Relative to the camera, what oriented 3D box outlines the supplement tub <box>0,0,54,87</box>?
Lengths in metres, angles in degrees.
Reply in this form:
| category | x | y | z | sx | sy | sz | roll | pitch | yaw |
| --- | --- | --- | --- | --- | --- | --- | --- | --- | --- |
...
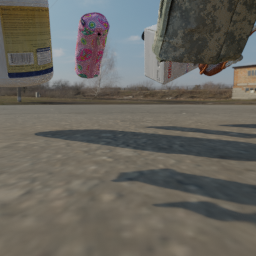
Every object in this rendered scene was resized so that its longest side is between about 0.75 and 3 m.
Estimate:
| category | x | y | z | sx | sy | sz | roll | pitch | yaw |
| --- | --- | --- | --- | --- | --- | --- | --- | --- | --- |
| supplement tub | -3.244 | -2.768 | 7.845 | 2.106 | 2.916 | 2.106 | 2 | 21 | -1 |

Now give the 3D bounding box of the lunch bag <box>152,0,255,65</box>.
| category | x | y | z | sx | sy | sz | roll | pitch | yaw |
| --- | --- | --- | --- | --- | --- | --- | --- | --- | --- |
| lunch bag | 1.583 | -2.617 | 6.058 | 1.985 | 2.366 | 1.649 | -16 | 48 | -25 |

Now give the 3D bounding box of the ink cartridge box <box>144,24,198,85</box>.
| category | x | y | z | sx | sy | sz | roll | pitch | yaw |
| --- | --- | --- | --- | --- | --- | --- | --- | --- | --- |
| ink cartridge box | 1.869 | -3.035 | 10.513 | 2.613 | 1.892 | 1.097 | -30 | 45 | -31 |

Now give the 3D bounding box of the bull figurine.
| category | x | y | z | sx | sy | sz | roll | pitch | yaw |
| --- | --- | --- | --- | --- | --- | --- | --- | --- | --- |
| bull figurine | 3.225 | -2.769 | 8.706 | 0.920 | 2.824 | 1.715 | 36 | -16 | -9 |

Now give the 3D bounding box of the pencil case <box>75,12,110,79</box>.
| category | x | y | z | sx | sy | sz | roll | pitch | yaw |
| --- | --- | --- | --- | --- | --- | --- | --- | --- | --- |
| pencil case | -1.233 | -2.665 | 9.324 | 0.991 | 0.991 | 2.266 | -2 | -33 | -19 |

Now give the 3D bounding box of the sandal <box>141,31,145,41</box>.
| category | x | y | z | sx | sy | sz | roll | pitch | yaw |
| --- | --- | --- | --- | --- | --- | --- | --- | --- | --- |
| sandal | 1.160 | -3.668 | 10.771 | 1.648 | 0.619 | 0.394 | -37 | -9 | -24 |
